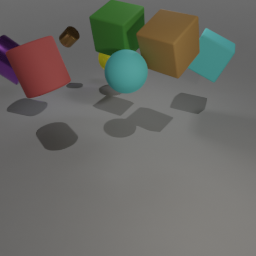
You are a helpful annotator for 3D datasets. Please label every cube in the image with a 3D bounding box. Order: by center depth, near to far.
[{"bbox_3d":[1.321,-2.699,8.958,1.400,1.400,1.400,26,65,31],"label":"cube"},{"bbox_3d":[-0.329,-3.513,10.026,1.400,1.400,1.400,22,55,23],"label":"cube"},{"bbox_3d":[3.304,-2.940,11.276,1.400,1.400,1.400,30,35,3],"label":"cube"}]

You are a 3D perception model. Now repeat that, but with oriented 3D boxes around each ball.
[{"bbox_3d":[-0.061,-1.821,9.088,1.400,1.400,1.400,0,32,0],"label":"ball"},{"bbox_3d":[-0.705,-3.317,13.288,1.400,1.400,1.400,0,32,0],"label":"ball"}]

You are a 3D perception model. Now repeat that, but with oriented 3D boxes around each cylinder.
[{"bbox_3d":[-2.575,-1.770,8.158,1.400,1.400,1.400,-18,19,7],"label":"cylinder"},{"bbox_3d":[-4.591,-2.651,10.980,1.400,1.400,1.400,34,28,-17],"label":"cylinder"},{"bbox_3d":[-2.700,-4.186,12.887,0.700,0.700,0.700,-27,11,41],"label":"cylinder"}]
